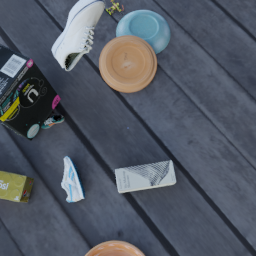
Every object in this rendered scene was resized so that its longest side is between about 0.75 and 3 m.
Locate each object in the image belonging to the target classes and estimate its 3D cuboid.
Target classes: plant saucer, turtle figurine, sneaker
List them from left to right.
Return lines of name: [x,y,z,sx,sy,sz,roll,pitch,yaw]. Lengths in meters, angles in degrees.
sneaker: [-3.145,-0.304,11.502,1.029,0.411,0.367,-24,75,-7]
sneaker: [-2.214,1.932,10.701,0.717,0.679,1.774,-20,72,-2]
sneaker: [-1.447,-2.930,8.910,1.030,2.821,0.999,-21,76,-44]
turtle figurine: [-0.677,-5.718,13.211,0.705,0.282,0.874,-39,88,-2]
plant saucer: [-0.454,5.374,9.734,2.759,0.516,2.759,0,72,0]
plant saucer: [0.008,-2.780,12.004,2.498,0.403,2.498,0,84,-3]
plant saucer: [0.713,-4.468,12.739,2.527,0.486,2.527,0,73,-1]

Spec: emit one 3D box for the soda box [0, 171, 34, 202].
soda box: [-5.122,2.053,10.527,2.837,0.908,0.961,10,74,3]

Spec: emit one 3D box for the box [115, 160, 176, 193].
box: [0.653,1.861,10.670,2.193,0.750,0.901,-10,73,-3]

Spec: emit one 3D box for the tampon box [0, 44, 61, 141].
tampon box: [-4.249,-1.243,10.353,1.859,2.945,2.207,27,75,17]
